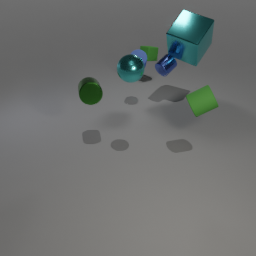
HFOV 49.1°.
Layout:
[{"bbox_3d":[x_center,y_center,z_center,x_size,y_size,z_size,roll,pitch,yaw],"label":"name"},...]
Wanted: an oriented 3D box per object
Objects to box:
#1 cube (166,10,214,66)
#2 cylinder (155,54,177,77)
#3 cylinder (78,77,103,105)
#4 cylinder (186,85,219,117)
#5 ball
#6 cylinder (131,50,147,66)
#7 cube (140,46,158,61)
[{"bbox_3d":[2.556,-3.697,11.571,1.400,1.400,1.400,29,75,21],"label":"cube"},{"bbox_3d":[1.641,-2.711,12.123,0.700,0.700,0.700,-44,46,-14],"label":"cylinder"},{"bbox_3d":[-1.156,-1.130,8.518,0.700,0.700,0.700,-6,25,-10],"label":"cylinder"},{"bbox_3d":[2.128,-0.774,8.043,0.700,0.700,0.700,-26,26,16],"label":"cylinder"},{"bbox_3d":[0.068,-1.486,7.013,0.700,0.700,0.700,0,30,0],"label":"ball"},{"bbox_3d":[0.411,-2.755,11.508,0.700,0.700,0.700,-1,-9,-1],"label":"cylinder"},{"bbox_3d":[1.094,-3.943,14.804,0.700,0.700,0.700,-12,26,-38],"label":"cube"}]
